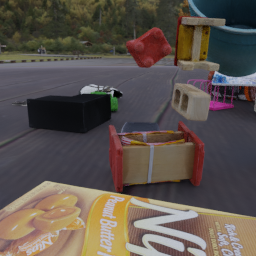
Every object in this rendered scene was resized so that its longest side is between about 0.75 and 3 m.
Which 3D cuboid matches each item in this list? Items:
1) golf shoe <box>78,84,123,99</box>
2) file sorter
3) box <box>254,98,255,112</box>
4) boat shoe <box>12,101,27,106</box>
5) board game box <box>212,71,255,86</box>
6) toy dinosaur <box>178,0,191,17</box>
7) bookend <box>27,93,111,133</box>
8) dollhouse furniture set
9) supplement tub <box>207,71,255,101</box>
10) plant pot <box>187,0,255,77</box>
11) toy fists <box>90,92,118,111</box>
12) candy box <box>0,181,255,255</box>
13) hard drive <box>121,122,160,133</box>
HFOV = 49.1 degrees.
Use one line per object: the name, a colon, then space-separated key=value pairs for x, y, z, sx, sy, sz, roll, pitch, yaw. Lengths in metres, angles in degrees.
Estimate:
golf shoe: x=-1.194 y=-1.541 z=12.584 sx=2.146 sy=0.834 sz=1.014 roll=-14 pitch=21 yaw=-39
file sorter: x=3.401 y=-1.451 z=11.773 sx=1.180 sy=1.065 sz=1.698 roll=-9 pitch=17 yaw=-30
box: x=5.038 y=-0.842 z=9.624 sx=0.854 sy=1.043 sz=2.196 roll=3 pitch=17 yaw=13
boat shoe: x=-4.672 y=-1.099 z=12.092 sx=0.764 sy=0.218 sz=0.255 roll=5 pitch=16 yaw=18
board game box: x=4.878 y=-2.227 z=11.334 sx=2.660 sy=0.344 sz=2.659 roll=4 pitch=25 yaw=20
toy dinosaur: x=2.392 y=-3.715 z=8.902 sx=1.338 sy=0.761 sz=2.519 roll=-2 pitch=38 yaw=-12
bookend: x=-1.786 y=-0.580 z=8.899 sx=1.929 sy=0.889 sz=1.917 roll=5 pitch=16 yaw=19
dollhouse furniture set: x=0.485 y=-0.401 z=4.734 sx=1.505 sy=2.796 sz=1.137 roll=-1 pitch=19 yaw=-10
supplement tub: x=5.402 y=-2.125 z=13.322 sx=1.582 sy=1.582 sz=2.959 roll=-14 pitch=21 yaw=-42
plant pot: x=2.747 y=-2.579 z=6.725 sx=2.643 sy=2.643 sz=2.484 roll=4 pitch=-19 yaw=14
toy fists: x=-1.065 y=-1.097 z=11.249 sx=1.002 sy=0.676 sz=1.966 roll=-4 pitch=17 yaw=-13
candy box: x=-0.018 y=1.256 z=2.403 sx=2.701 sy=0.747 sz=1.559 roll=5 pitch=15 yaw=19
hard drive: x=0.332 y=0.143 z=7.361 sx=0.981 sy=0.308 sz=1.455 roll=1 pitch=15 yaw=4
